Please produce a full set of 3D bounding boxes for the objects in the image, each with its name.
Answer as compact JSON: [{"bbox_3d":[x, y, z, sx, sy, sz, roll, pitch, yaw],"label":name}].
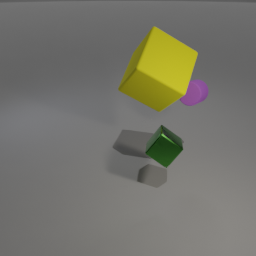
[{"bbox_3d":[0.779,-1.513,7.547,1.400,1.400,1.400,26,67,-13],"label":"cube"},{"bbox_3d":[0.947,0.475,7.362,0.700,0.700,0.700,35,21,-6],"label":"cube"},{"bbox_3d":[1.941,-1.053,8.297,0.700,0.700,0.700,17,22,29],"label":"cylinder"}]
